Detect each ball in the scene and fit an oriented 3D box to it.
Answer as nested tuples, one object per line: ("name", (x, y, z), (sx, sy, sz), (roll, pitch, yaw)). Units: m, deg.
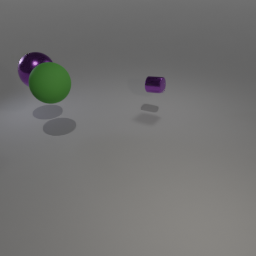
("ball", (-2.649, -1.528, 9.545), (1.400, 1.400, 1.400), (0, 29, 0))
("ball", (-3.499, -2.205, 10.780), (1.400, 1.400, 1.400), (0, 29, 0))

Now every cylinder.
("cylinder", (1.173, -1.849, 11.991), (0.700, 0.700, 0.700), (9, 30, 26))
